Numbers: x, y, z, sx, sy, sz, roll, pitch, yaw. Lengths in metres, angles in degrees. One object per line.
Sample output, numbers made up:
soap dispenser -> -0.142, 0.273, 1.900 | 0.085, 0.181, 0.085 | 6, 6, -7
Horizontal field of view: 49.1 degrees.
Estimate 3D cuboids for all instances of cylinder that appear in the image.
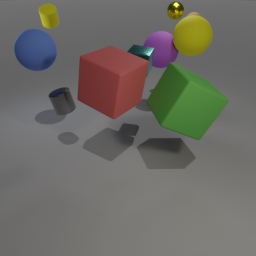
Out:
cylinder -> -2.155, -0.878, 9.207 | 0.700, 0.700, 0.700 | -12, 31, 7
cylinder -> -3.244, -4.604, 11.527 | 0.700, 0.700, 0.700 | 1, 61, -2

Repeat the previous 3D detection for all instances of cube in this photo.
cube -> 0.370, -2.081, 8.642 | 0.700, 0.700, 0.700 | 13, 36, 10
cube -> 1.596, -0.747, 7.839 | 1.400, 1.400, 1.400 | 19, 26, -26
cube -> -0.442, -1.343, 8.018 | 1.400, 1.400, 1.400 | 28, 39, 23

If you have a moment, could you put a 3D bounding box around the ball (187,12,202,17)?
ball -> 2.665, -4.331, 11.380 | 0.700, 0.700, 0.700 | 0, 28, 0

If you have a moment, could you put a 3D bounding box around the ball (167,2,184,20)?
ball -> 1.958, -4.835, 11.556 | 0.700, 0.700, 0.700 | 0, 28, 0

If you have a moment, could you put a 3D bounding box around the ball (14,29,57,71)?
ball -> -3.177, -2.682, 9.669 | 1.400, 1.400, 1.400 | 0, 28, 0

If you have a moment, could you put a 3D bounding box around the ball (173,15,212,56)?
ball -> 2.341, -3.340, 10.183 | 1.400, 1.400, 1.400 | 0, 28, 0

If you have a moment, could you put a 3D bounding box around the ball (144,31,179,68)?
ball -> 1.296, -3.090, 11.091 | 1.400, 1.400, 1.400 | 0, 28, 0
